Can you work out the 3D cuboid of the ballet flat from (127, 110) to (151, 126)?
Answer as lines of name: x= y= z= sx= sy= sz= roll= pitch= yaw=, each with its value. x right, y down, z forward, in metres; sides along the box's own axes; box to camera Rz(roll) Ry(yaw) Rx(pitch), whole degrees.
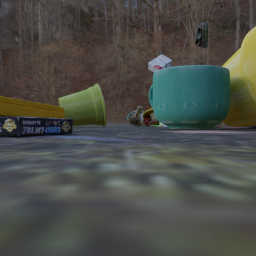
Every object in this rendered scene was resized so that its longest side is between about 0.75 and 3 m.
ballet flat: x=0.953 y=-0.453 z=14.159 sx=0.913 sy=0.822 sz=2.424 roll=10 pitch=3 yaw=32

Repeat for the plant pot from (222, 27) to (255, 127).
plant pot: x=3.804 y=-1.236 z=7.734 sx=2.896 sy=2.896 sz=2.724 roll=0 pitch=-15 yaw=-25

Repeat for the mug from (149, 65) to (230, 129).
mug: x=1.579 y=-0.693 z=7.312 sx=1.909 sy=1.437 sz=2.323 roll=-1 pitch=0 yaw=0

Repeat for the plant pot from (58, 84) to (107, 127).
plant pot: x=-1.939 y=-0.800 z=11.624 sx=1.690 sy=1.839 sz=1.839 roll=-11 pitch=4 yaw=-15

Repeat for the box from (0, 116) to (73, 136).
box: x=-1.402 y=-0.027 z=3.635 sx=0.983 sy=0.246 sz=0.990 roll=-1 pitch=1 yaw=25

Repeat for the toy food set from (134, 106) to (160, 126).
toy food set: x=1.399 y=-0.348 z=12.661 sx=2.240 sy=0.732 sz=1.318 roll=2 pitch=-24 yaw=-16

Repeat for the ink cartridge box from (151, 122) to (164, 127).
ink cartridge box: x=1.805 y=-0.370 z=11.499 sx=1.259 sy=0.645 sz=1.703 roll=0 pitch=2 yaw=-25

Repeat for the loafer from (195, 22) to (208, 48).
loafer: x=2.439 y=-3.057 z=9.393 sx=0.467 sy=0.534 sz=1.485 roll=5 pitch=-6 yaw=17

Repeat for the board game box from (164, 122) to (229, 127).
board game box: x=2.356 y=-0.191 z=9.576 sx=1.680 sy=0.346 sz=1.676 roll=1 pitch=1 yaw=39

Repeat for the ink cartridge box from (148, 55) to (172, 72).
ink cartridge box: x=1.457 y=-2.879 z=12.730 sx=0.892 sy=0.374 sz=0.644 roll=-37 pitch=59 yaw=-25

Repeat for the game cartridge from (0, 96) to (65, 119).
game cartridge: x=-2.738 y=-0.252 z=4.844 sx=2.462 sy=0.399 sz=2.170 roll=-5 pitch=-5 yaw=24
